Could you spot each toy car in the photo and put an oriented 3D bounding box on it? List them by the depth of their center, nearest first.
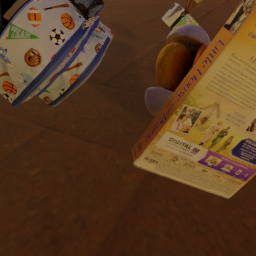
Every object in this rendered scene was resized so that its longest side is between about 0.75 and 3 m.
[{"bbox_3d":[1.464,-0.849,5.559,1.603,1.871,2.138,16,-9,34],"label":"toy car"}]

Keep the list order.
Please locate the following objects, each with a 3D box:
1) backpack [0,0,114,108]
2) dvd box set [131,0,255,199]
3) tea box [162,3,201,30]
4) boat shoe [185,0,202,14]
[{"bbox_3d":[-1.844,-1.734,6.087,2.268,2.945,2.805,42,41,-13],"label":"backpack"},{"bbox_3d":[1.613,-0.205,4.059,2.062,2.818,0.414,21,31,-23],"label":"dvd box set"},{"bbox_3d":[1.900,-3.788,10.074,1.125,0.764,1.143,38,22,-15],"label":"tea box"},{"bbox_3d":[1.944,-3.680,8.049,0.371,0.380,1.005,21,70,15],"label":"boat shoe"}]
